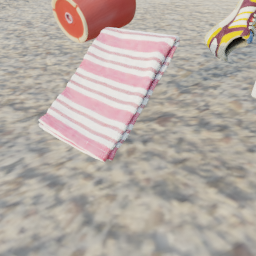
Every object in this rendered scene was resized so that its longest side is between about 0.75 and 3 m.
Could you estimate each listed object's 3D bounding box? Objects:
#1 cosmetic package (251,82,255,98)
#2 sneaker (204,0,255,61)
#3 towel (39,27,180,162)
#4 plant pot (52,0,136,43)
[{"bbox_3d":[2.558,-1.383,3.173,1.258,2.047,2.041,25,42,16],"label":"cosmetic package"},{"bbox_3d":[2.514,-2.204,5.902,0.670,1.787,0.805,15,37,-46],"label":"sneaker"},{"bbox_3d":[-0.328,-0.666,4.260,1.560,0.319,2.131,22,77,37],"label":"towel"},{"bbox_3d":[-1.090,-3.606,8.274,2.059,2.059,1.822,27,58,33],"label":"plant pot"}]
